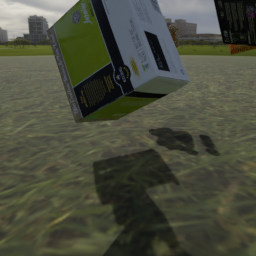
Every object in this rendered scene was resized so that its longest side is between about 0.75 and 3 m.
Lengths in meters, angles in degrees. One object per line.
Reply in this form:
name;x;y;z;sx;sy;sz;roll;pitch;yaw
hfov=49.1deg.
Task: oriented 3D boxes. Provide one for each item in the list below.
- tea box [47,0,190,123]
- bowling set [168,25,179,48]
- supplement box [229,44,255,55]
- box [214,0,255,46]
tea box;-0.188;-1.108;4.315;1.587;1.614;1.078;-24;-10;33
bowling set;0.792;-3.223;9.957;1.877;1.008;1.306;25;58;38
supplement box;3.864;-2.701;8.464;1.540;0.530;0.512;-12;-9;19
box;2.957;-2.908;6.526;1.800;2.247;0.489;20;67;40
